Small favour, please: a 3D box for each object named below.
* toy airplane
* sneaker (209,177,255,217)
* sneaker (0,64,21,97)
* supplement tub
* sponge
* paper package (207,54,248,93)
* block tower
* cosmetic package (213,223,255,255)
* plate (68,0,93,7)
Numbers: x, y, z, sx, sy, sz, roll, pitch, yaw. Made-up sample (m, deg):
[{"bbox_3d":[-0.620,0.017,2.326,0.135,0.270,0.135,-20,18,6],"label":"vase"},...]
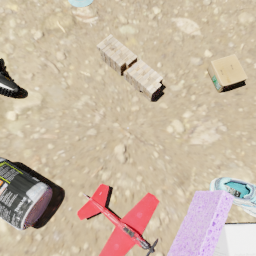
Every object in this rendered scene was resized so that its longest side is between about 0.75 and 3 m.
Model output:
[{"bbox_3d":[-0.301,2.644,7.996,2.633,0.484,2.633,0,69,-1],"label":"toy airplane"},{"bbox_3d":[3.502,1.988,7.983,2.205,0.952,0.856,15,71,6],"label":"sneaker"},{"bbox_3d":[-4.683,-2.040,9.465,2.712,0.949,1.220,23,74,10],"label":"sneaker"},{"bbox_3d":[-3.410,1.719,7.866,2.247,1.377,1.377,29,72,11],"label":"supplement tub"},{"bbox_3d":[1.739,2.934,7.321,0.408,1.526,2.735,32,72,-6],"label":"sponge"},{"bbox_3d":[3.388,-1.872,9.628,0.995,0.540,1.044,-17,71,-6],"label":"paper package"},{"bbox_3d":[0.085,-2.059,9.613,0.699,0.748,2.587,-43,77,-14],"label":"block tower"},{"bbox_3d":[3.077,3.370,7.222,1.418,1.420,1.721,-1,70,-1],"label":"cosmetic package"},{"bbox_3d":[-1.868,-5.232,11.081,1.055,0.135,1.055,0,70,1],"label":"plate"}]
